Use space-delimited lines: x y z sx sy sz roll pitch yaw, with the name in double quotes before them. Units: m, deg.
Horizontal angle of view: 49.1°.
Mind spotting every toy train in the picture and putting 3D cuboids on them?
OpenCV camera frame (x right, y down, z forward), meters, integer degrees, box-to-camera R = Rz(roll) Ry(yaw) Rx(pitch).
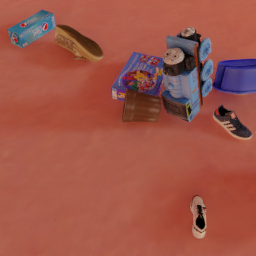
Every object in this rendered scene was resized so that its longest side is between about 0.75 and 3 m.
"toy train" 1.638 -1.461 7.957 1.154 2.663 1.522 27 65 32

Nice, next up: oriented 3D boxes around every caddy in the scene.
"caddy" 3.804 -1.596 9.179 2.009 1.055 1.421 -4 26 -4

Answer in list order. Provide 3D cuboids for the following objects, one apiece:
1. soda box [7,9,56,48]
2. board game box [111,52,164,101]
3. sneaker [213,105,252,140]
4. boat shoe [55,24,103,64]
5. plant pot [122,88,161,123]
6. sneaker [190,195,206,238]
"soda box" -3.939 -4.153 11.630 0.679 0.643 2.003 26 53 21
"board game box" 0.492 -1.712 9.608 1.442 0.480 2.145 16 51 14
"sneaker" 3.096 -0.200 8.245 0.496 0.559 1.324 -33 57 -26
"boat shoe" -1.911 -3.132 10.774 2.502 0.784 0.917 42 35 27
"plant pot" 0.399 -0.609 8.372 1.046 1.056 1.056 8 49 -4
"sneaker" 1.663 1.987 6.455 0.369 0.401 1.001 2 47 4
